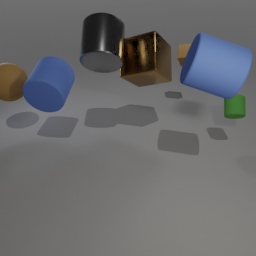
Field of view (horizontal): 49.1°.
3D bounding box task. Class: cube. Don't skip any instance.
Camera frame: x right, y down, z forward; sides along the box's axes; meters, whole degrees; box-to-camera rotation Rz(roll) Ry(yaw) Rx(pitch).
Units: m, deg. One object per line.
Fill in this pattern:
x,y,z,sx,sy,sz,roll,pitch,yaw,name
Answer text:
0.653,-2.388,9.992,1.400,1.400,1.400,-5,-10,30,cube
2.639,-3.232,12.425,0.700,0.700,0.700,1,71,23,cube

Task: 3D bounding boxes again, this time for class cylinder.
3.735,-0.735,9.799,0.700,0.700,0.700,4,-11,1,cylinder
-0.820,-2.722,9.103,1.400,1.400,1.400,2,74,1,cylinder
2.290,-1.637,7.470,1.400,1.400,1.400,18,30,-2,cylinder
-2.679,-1.495,9.617,1.400,1.400,1.400,4,46,6,cylinder

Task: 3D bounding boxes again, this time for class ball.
-4.387,-1.675,10.293,1.400,1.400,1.400,0,30,0,ball
